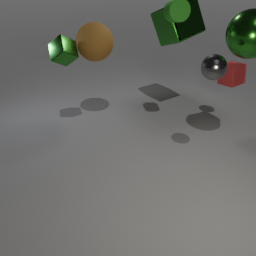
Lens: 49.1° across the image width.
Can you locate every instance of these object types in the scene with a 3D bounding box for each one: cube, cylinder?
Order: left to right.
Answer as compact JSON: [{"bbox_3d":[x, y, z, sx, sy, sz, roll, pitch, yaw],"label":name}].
[{"bbox_3d":[-2.235,-2.671,9.703,0.700,0.700,0.700,-24,-20,33],"label":"cube"},{"bbox_3d":[1.563,-3.763,8.998,0.700,0.700,0.700,-5,21,-9],"label":"cylinder"},{"bbox_3d":[1.998,-4.268,11.277,1.400,1.400,1.400,-28,19,-17],"label":"cube"},{"bbox_3d":[3.690,-1.921,9.965,0.700,0.700,0.700,-21,30,-25],"label":"cube"}]

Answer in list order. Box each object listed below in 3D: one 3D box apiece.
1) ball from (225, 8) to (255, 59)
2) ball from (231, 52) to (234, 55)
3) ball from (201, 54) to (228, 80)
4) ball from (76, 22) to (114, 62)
[{"bbox_3d":[3.583,-2.735,8.183,1.400,1.400,1.400,0,29,0],"label":"ball"},{"bbox_3d":[3.981,-2.910,9.953,0.700,0.700,0.700,0,29,0],"label":"ball"},{"bbox_3d":[2.342,-1.654,7.625,0.700,0.700,0.700,0,29,0],"label":"ball"},{"bbox_3d":[-1.225,-3.171,10.345,1.400,1.400,1.400,0,29,0],"label":"ball"}]
